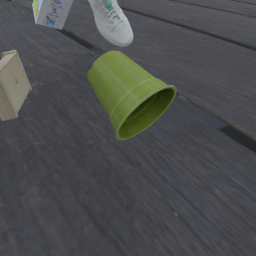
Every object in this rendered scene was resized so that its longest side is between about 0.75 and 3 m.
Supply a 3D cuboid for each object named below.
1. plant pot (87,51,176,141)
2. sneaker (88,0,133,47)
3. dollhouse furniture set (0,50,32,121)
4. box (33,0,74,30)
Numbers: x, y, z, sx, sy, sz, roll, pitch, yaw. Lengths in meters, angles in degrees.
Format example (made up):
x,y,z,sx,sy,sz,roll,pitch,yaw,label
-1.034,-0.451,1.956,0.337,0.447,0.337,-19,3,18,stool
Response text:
x,y,z,sx,sy,sz,roll,pitch,yaw,label
-0.051,-0.628,4.694,1.244,1.244,1.181,-27,67,-34,plant pot
-0.490,-2.798,6.557,0.739,1.963,0.869,-36,16,-6,sneaker
-3.128,-0.935,5.169,1.986,1.875,1.296,-12,31,0,dollhouse furniture set
-2.272,-4.127,8.686,0.883,1.743,0.980,3,56,-33,box
